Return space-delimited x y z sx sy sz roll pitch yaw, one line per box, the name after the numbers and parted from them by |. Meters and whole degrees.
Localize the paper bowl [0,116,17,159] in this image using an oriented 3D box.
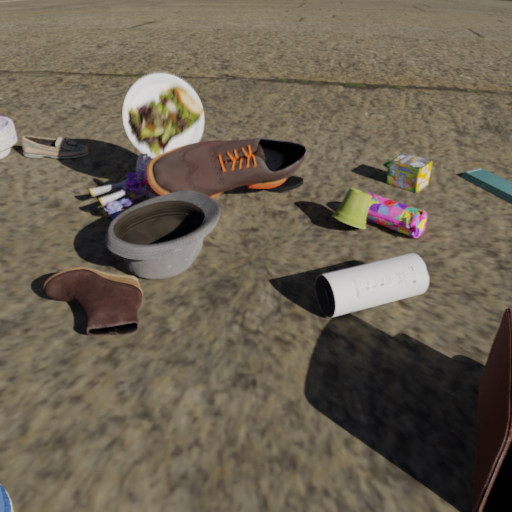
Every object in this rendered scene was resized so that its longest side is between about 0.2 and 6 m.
-7.444 -3.129 15.269 1.727 0.898 1.727 0 32 0 | paper bowl

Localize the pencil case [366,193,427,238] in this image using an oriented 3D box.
2.907 -0.875 11.976 1.505 0.665 0.665 25 40 37 | pencil case

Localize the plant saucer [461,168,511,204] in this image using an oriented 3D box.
5.978 -1.690 13.684 0.704 0.191 2.013 -14 34 -22 | plant saucer

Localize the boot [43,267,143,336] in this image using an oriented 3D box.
-2.761 0.783 9.344 1.697 0.614 1.411 -2 31 -8 | boot

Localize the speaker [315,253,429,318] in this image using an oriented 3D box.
1.990 0.499 9.662 1.879 0.763 0.763 -13 34 -18 | speaker

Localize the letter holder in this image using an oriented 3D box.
3.376 1.877 6.681 1.143 1.615 2.273 11 34 17 | letter holder

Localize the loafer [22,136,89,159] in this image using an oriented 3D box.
-5.552 -3.019 15.415 1.783 0.561 0.641 -1 32 -2 | loafer

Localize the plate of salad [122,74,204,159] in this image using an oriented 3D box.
-1.988 -3.060 12.373 1.902 1.902 0.457 -18 15 -26 | plate of salad

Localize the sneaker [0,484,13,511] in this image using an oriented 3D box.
-3.518 2.343 6.418 0.987 1.120 2.512 -19 37 -27 | sneaker

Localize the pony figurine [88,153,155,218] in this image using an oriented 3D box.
-2.674 -1.534 12.544 1.809 1.507 1.746 -31 31 -17 | pony figurine

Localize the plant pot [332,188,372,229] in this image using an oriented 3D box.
2.085 -1.038 11.861 0.763 0.702 0.763 18 15 -5 | plant pot

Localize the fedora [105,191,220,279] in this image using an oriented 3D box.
-1.718 -0.298 10.691 1.968 1.005 2.226 26 45 36 | fedora

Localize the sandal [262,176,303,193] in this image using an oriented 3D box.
0.124 -2.050 13.947 2.175 0.490 0.817 16 35 23 | sandal

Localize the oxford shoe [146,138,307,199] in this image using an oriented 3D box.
-0.563 -2.050 12.038 3.684 1.311 1.336 -15 -5 -34 | oxford shoe

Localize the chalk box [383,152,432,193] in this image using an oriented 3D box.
3.670 -2.092 13.862 1.085 0.671 0.675 25 41 35 | chalk box
